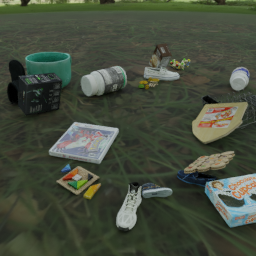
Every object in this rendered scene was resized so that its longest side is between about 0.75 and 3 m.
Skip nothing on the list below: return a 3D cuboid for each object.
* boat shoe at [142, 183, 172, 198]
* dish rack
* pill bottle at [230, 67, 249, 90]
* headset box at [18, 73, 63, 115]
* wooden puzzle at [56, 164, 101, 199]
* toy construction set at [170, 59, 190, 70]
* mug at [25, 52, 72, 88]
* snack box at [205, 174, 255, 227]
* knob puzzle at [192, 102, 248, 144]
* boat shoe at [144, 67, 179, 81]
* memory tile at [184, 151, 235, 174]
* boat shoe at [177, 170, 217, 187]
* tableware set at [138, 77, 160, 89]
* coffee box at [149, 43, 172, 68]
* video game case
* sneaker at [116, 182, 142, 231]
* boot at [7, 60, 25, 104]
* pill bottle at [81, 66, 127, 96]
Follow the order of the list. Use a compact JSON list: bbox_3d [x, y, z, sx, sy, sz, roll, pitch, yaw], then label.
[{"bbox_3d":[0.804,1.720,7.889,0.841,0.298,0.382,-3,33,-2],"label":"boat shoe"},{"bbox_3d":[4.908,-0.935,11.945,2.954,0.806,2.266,-16,33,-11],"label":"dish rack"},{"bbox_3d":[5.986,-2.607,15.040,0.934,0.934,1.561,12,33,21],"label":"pill bottle"},{"bbox_3d":[-3.826,-1.468,12.024,1.730,1.506,0.802,-17,45,-39],"label":"headset box"},{"bbox_3d":[-1.482,1.525,8.376,1.570,0.184,1.059,16,33,28],"label":"wooden puzzle"},{"bbox_3d":[3.254,-4.191,18.170,1.396,0.643,0.915,20,58,45],"label":"toy construction set"},{"bbox_3d":[-3.952,-2.987,14.931,2.705,1.673,2.223,-15,32,-29],"label":"mug"},{"bbox_3d":[3.420,1.839,7.557,2.276,0.422,1.322,-7,30,-13],"label":"snack box"},{"bbox_3d":[3.354,-0.137,10.610,2.272,0.315,2.272,-27,30,17],"label":"knob puzzle"},{"bbox_3d":[1.974,-3.208,16.343,2.079,0.694,0.765,0,29,0],"label":"boat shoe"},{"bbox_3d":[2.439,1.004,8.310,1.215,0.133,1.585,-14,2,33],"label":"memory tile"},{"bbox_3d":[2.068,1.413,8.341,1.176,0.404,0.495,10,31,16],"label":"boat shoe"},{"bbox_3d":[1.167,-2.485,15.579,1.020,0.232,1.514,7,31,17],"label":"tableware set"},{"bbox_3d":[1.912,-4.086,16.696,0.666,1.670,0.955,-12,65,-19],"label":"coffee box"},{"bbox_3d":[-1.524,0.469,10.127,1.857,0.234,2.038,8,33,14],"label":"video game case"},{"bbox_3d":[0.022,1.877,7.115,0.513,0.783,1.360,7,30,13],"label":"sneaker"},{"bbox_3d":[-5.371,-2.166,13.342,0.715,1.932,1.583,-6,24,-3],"label":"boot"},{"bbox_3d":[-1.228,-2.372,14.297,2.151,1.217,1.217,-22,36,-34],"label":"pill bottle"}]
